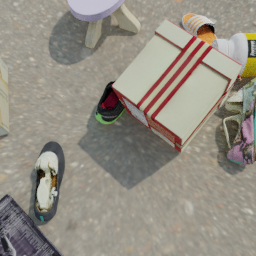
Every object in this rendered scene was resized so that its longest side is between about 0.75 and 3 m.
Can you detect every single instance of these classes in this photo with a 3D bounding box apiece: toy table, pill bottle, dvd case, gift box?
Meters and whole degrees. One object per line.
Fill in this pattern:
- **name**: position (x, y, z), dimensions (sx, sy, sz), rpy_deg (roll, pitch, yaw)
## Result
- **toy table**: position (-0.830, -4.364, 9.621), dimensions (2.742, 1.747, 2.983), rpy_deg (31, 71, 12)
- **pill bottle**: position (3.961, -2.329, 8.972), dimensions (2.439, 1.357, 1.357), rpy_deg (0, 67, 1)
- **dvd case**: position (-3.054, 3.271, 7.203), dimensions (2.559, 0.204, 1.903), rpy_deg (41, 73, 16)
- **gift box**: position (1.343, -1.131, 7.880), dimensions (2.571, 2.787, 2.602), rpy_deg (39, 87, 12)

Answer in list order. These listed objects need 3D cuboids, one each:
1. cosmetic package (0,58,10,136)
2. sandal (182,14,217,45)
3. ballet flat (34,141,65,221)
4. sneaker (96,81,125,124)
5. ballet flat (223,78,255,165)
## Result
- **cosmetic package**: position (-4.300, -1.074, 8.441), dimensions (0.890, 1.318, 2.505), rpy_deg (-12, 69, 1)
- **sandal**: position (2.738, -3.381, 9.803), dimensions (0.841, 0.629, 2.196), rpy_deg (-26, 69, -11)
- **ballet flat**: position (-2.197, 1.353, 7.711), dimensions (0.839, 0.839, 2.297), rpy_deg (0, 67, 0)
- **sneaker**: position (-0.172, -1.134, 8.664), dimensions (0.882, 0.963, 2.299), rpy_deg (28, 70, 11)
- **ballet flat**: position (3.431, -0.333, 8.416), dimensions (1.047, 1.017, 2.943), rpy_deg (5, 66, 24)
